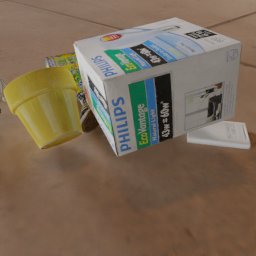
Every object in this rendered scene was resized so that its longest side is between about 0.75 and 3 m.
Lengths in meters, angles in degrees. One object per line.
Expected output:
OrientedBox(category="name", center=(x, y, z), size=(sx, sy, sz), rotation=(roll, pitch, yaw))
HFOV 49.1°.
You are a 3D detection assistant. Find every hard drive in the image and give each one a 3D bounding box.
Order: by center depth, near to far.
OrientedBox(category="hard drive", center=(2.161, 0.106, 6.819), size=(1.397, 0.186, 0.921), rotation=(7, 35, 9))

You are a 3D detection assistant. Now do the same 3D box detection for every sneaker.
OrientedBox(category="sneaker", center=(-1.080, -0.481, 7.348), size=(0.848, 0.548, 1.563), rotation=(6, 45, 26))

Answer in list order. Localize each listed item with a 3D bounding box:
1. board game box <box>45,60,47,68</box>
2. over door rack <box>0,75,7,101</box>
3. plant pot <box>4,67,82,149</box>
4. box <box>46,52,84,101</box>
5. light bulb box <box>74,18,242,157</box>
OrientedBox(category="board game box", center=(-1.849, -1.786, 8.909), size=(1.387, 0.933, 0.202), rotation=(-12, 35, -18))
OrientedBox(category="over door rack", center=(-3.304, -0.378, 6.625), size=(2.139, 0.713, 1.580), rotation=(47, 46, 5))
OrientedBox(category="plant pot", center=(-1.713, -0.358, 6.133), size=(1.512, 1.422, 1.512), rotation=(-22, -4, -2))
OrientedBox(category="box", center=(-1.587, -1.404, 7.887), size=(1.164, 1.208, 0.737), rotation=(-16, 58, -18))
OrientedBox(category="light bulb box", center=(0.461, -1.056, 5.915), size=(2.575, 1.607, 2.552), rotation=(-18, 35, -13))
